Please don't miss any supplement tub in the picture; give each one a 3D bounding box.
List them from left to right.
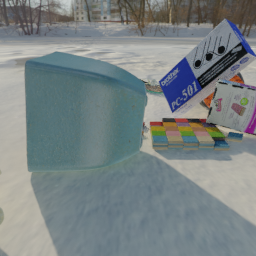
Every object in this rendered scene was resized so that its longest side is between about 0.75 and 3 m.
[{"bbox_3d":[2.984,-1.470,9.588,1.564,1.564,2.553,1,20,4],"label":"supplement tub"}]

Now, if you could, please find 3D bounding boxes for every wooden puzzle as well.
[{"bbox_3d":[1.440,0.105,7.214,2.974,0.209,1.764,1,20,1],"label":"wooden puzzle"}]

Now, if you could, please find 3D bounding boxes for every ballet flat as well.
[{"bbox_3d":[0.958,-1.887,12.252,1.601,0.538,0.545,16,25,36],"label":"ballet flat"}]

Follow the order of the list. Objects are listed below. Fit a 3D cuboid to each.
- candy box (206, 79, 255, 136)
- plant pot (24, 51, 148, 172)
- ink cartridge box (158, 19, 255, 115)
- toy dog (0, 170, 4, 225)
[{"bbox_3d":[2.999,-0.506,7.188,1.696,1.156,0.517,17,23,16],"label":"candy box"},{"bbox_3d":[-0.724,-0.376,5.958,2.172,2.127,2.133,5,20,0],"label":"plant pot"},{"bbox_3d":[2.148,-1.639,8.090,0.598,2.705,1.271,5,55,-41],"label":"ink cartridge box"},{"bbox_3d":[-2.630,0.906,4.025,1.604,1.154,1.654,-42,32,-7],"label":"toy dog"}]
